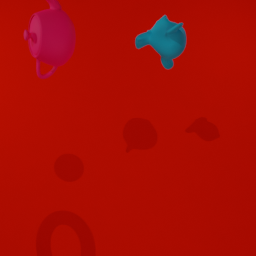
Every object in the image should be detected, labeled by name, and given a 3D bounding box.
[{"bbox_3d":[0.628,-1.576,5.180,0.859,1.194,0.720,-27,68,-12],"label":"monkey head"},{"bbox_3d":[-1.410,-1.644,4.905,0.781,0.992,1.595,-6,117,-35],"label":"teapot"}]
